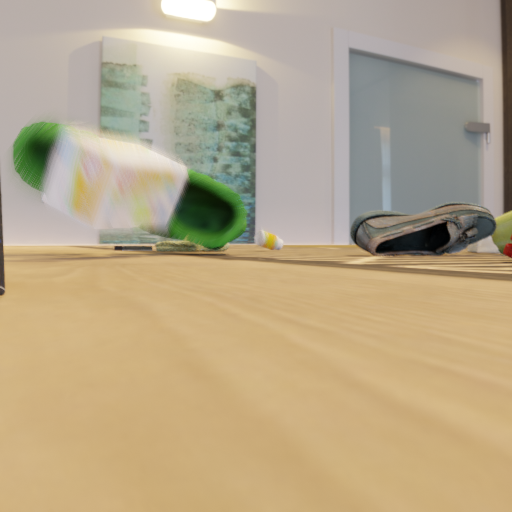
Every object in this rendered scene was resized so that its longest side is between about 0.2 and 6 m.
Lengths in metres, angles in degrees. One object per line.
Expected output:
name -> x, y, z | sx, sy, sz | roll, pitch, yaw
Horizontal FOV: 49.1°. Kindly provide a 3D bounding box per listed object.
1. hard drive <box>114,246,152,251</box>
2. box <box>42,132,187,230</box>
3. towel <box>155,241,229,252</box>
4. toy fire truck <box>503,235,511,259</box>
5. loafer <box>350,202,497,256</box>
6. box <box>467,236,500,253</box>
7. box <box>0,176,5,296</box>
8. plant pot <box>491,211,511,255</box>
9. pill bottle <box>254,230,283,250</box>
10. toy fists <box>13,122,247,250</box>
hard drive -> -3.207, -0.197, 14.638 | 0.834, 0.137, 0.582 | -1, 2, -34
box -> -1.934, -1.030, 7.926 | 0.923, 1.024, 1.821 | 27, 14, 17
towel -> -1.579, -0.248, 13.615 | 1.619, 0.295, 1.201 | 1, 3, 43
toy fire truck -> 3.366, -0.157, 6.262 | 1.056, 0.592, 0.887 | -3, 21, -45
loafer -> 2.881, -0.308, 9.325 | 2.550, 0.916, 0.802 | -5, 31, -9
box -> 4.825, -0.342, 11.657 | 0.672, 0.575, 0.668 | 2, 1, 4
box -> -1.612, -0.150, 1.943 | 0.786, 0.682, 1.189 | 1, 2, 20
plant pot -> 4.741, -0.447, 9.784 | 1.094, 1.094, 1.006 | -1, -10, -36
pill bottle -> 0.318, -0.357, 13.555 | 0.659, 0.366, 0.366 | 18, -9, -33
toy fists -> -2.217, -1.198, 10.212 | 4.288, 1.475, 2.186 | 18, 9, -11
